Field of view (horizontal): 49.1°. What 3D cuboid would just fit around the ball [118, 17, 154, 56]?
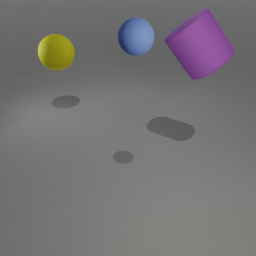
[{"bbox_3d":[0.154,-1.756,5.401,0.700,0.700,0.700,0,29,0],"label":"ball"}]

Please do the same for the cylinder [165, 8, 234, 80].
[{"bbox_3d":[1.989,-2.324,7.850,1.400,1.400,1.400,-36,16,12],"label":"cylinder"}]

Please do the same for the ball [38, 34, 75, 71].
[{"bbox_3d":[-2.838,-2.998,11.132,1.400,1.400,1.400,0,29,0],"label":"ball"}]
